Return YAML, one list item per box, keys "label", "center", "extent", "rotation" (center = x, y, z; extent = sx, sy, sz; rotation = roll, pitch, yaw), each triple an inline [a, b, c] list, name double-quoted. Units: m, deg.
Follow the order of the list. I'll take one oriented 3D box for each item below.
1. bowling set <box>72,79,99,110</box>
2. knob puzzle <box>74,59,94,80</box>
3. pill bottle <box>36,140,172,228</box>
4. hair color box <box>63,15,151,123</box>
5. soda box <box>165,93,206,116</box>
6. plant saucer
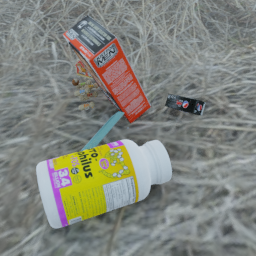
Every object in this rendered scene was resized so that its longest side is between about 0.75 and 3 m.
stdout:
- label: "bowling set"
  center: [-1.307, -1.181, 8.621]
  extent: [0.628, 0.814, 1.170]
  rotation: [-14, 50, 10]
- label: "knob puzzle"
  center: [-1.488, -2.123, 10.055]
  extent: [1.086, 1.086, 0.151]
  rotation: [11, 55, 12]
- label: "pill bottle"
  center: [-0.496, 1.114, 6.329]
  extent: [2.809, 1.464, 1.464]
  rotation: [-15, 45, -16]
- label: "hair color box"
  center: [-0.475, -1.535, 7.984]
  extent: [0.912, 2.977, 1.511]
  rotation: [-40, 54, -4]
- label: "soda box"
  center: [1.723, -0.722, 8.567]
  extent: [0.397, 0.444, 1.255]
  rotation: [10, 8, -36]
- label: "plant saucer"
  center: [-0.838, 0.281, 7.621]
  extent: [0.191, 0.703, 2.010]
  rotation: [45, 59, -9]
